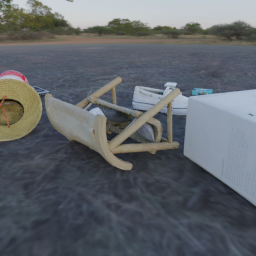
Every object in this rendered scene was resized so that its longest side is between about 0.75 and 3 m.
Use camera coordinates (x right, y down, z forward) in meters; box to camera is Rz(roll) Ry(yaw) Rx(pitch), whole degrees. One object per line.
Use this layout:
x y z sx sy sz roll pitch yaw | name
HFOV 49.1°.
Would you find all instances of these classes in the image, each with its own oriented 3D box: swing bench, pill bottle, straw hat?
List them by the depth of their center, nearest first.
-0.393 -0.163 6.943 2.420 1.570 2.407 -21 29 -34 | swing bench
-3.581 -0.409 8.310 2.064 2.064 0.874 -5 -19 -14 | straw hat
-4.510 -1.533 10.886 1.278 1.278 2.277 -7 21 -18 | pill bottle

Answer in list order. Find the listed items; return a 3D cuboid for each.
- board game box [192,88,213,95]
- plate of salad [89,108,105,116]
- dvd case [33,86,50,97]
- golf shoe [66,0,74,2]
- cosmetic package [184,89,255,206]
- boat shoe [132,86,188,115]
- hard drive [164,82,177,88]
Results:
3.373 -1.620 12.701 0.815 0.191 0.615 8 22 22 | board game box
-0.776 -0.420 9.374 1.106 0.266 1.106 3 31 -1 | plate of salad
-4.417 -1.613 12.683 1.194 0.196 1.589 -16 26 -38 | dvd case
-2.303 -4.734 9.959 0.787 0.308 0.383 26 30 8 | golf shoe
2.945 0.192 5.881 2.511 1.549 2.519 -8 21 -22 | cosmetic package
1.465 -1.046 10.120 2.701 0.902 0.994 4 21 10 | boat shoe
2.191 -2.226 14.472 0.505 0.102 0.765 7 22 18 | hard drive
